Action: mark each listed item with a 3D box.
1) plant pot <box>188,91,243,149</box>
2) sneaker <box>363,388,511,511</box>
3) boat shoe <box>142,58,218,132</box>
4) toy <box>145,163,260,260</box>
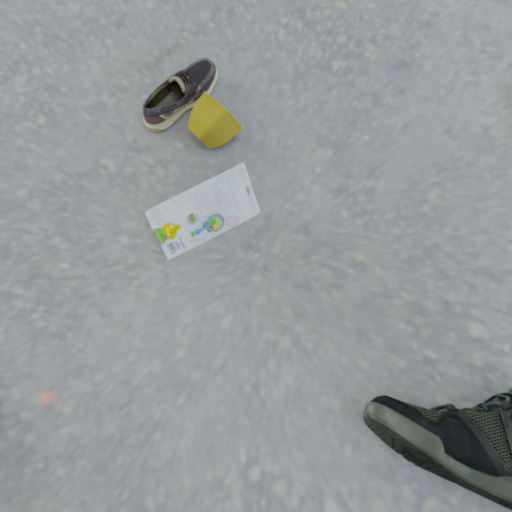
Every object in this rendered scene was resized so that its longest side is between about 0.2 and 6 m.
[{"bbox_3d":[-0.750,-2.202,9.378,0.661,0.646,0.642,-47,59,4],"label":"plant pot"},{"bbox_3d":[2.893,2.224,7.456,2.849,1.089,1.632,22,68,5],"label":"sneaker"},{"bbox_3d":[-1.311,-2.880,9.718,0.619,0.557,1.720,40,74,14],"label":"boat shoe"},{"bbox_3d":[-0.852,-0.740,8.801,1.690,0.973,0.399,-30,39,-13],"label":"toy"}]
